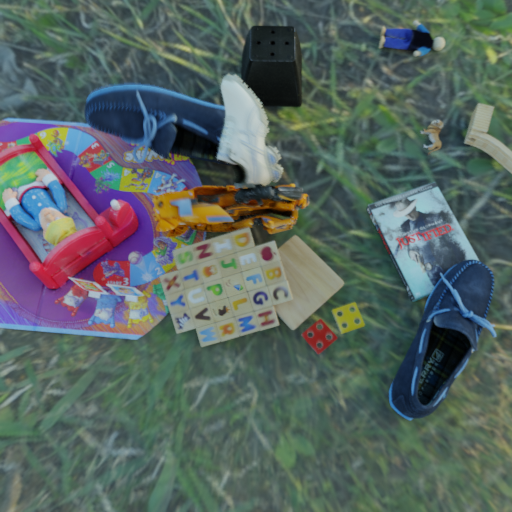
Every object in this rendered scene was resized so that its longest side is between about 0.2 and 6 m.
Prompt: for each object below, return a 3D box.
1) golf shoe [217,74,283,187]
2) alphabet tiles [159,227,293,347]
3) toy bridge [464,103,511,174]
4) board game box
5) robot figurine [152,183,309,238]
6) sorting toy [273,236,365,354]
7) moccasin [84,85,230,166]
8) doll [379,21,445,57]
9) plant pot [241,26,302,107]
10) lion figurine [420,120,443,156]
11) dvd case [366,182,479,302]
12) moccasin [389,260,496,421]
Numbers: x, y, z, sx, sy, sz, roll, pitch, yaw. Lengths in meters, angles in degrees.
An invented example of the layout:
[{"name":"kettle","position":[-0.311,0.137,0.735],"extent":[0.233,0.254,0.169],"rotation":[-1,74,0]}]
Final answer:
[{"name":"golf shoe","position":[-0.301,-2.176,10.296],"extent":[1.060,0.854,2.181],"rotation":[-31,115,-17]},{"name":"alphabet tiles","position":[-0.542,0.554,9.817],"extent":[2.156,0.068,1.794],"rotation":[-17,88,6]},{"name":"toy bridge","position":[6.164,-1.798,11.071],"extent":[4.056,0.552,1.363],"rotation":[19,72,7]},{"name":"board game box","position":[-3.770,-0.893,10.416],"extent":[5.646,1.099,4.461],"rotation":[5,68,2]},{"name":"robot figurine","position":[-0.389,-0.798,10.021],"extent":[2.687,1.948,0.782],"rotation":[-3,86,2]},{"name":"sorting toy","position":[0.741,0.576,10.172],"extent":[1.282,0.450,2.659],"rotation":[-40,73,-15]},{"name":"moccasin","position":[-1.640,-2.437,10.712],"extent":[3.249,1.307,1.108],"rotation":[5,64,-8]},{"name":"doll","position":[3.463,-4.791,12.378],"extent":[1.404,0.340,0.958],"rotation":[9,69,4]},{"name":"plant pot","position":[0.323,-3.991,11.611],"extent":[1.329,1.182,1.332],"rotation":[1,69,1]},{"name":"lion figurine","position":[3.655,-2.424,11.510],"extent":[0.460,0.272,0.752],"rotation":[-5,82,-10]},{"name":"dvd case","position":[3.192,-0.304,10.651],"extent":[1.492,0.225,2.044],"rotation":[-19,69,-7]},{"name":"moccasin","position":[3.372,1.405,9.462],"extent":[1.243,1.054,3.090],"rotation":[27,73,2]}]
